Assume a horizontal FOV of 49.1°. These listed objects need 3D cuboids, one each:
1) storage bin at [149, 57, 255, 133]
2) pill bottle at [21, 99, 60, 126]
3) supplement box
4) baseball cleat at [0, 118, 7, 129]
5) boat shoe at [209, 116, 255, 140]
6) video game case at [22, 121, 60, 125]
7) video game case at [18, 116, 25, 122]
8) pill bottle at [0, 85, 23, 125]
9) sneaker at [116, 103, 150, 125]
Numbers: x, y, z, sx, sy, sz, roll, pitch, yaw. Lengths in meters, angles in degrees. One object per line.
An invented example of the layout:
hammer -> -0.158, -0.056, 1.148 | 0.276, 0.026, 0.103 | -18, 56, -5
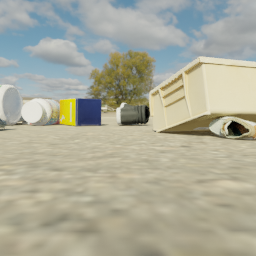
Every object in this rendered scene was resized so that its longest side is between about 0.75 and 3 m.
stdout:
storage bin -> 2.068, -0.605, 6.660 | 2.407, 1.128, 2.389 | -1, -9, -22
pill bottle -> -3.567, -0.660, 11.675 | 1.108, 1.108, 2.037 | 0, 3, 6
supplement box -> -1.999, -0.643, 11.553 | 1.068, 1.075, 1.963 | -1, 4, -32
baseball cleat -> -3.778, -0.348, 7.886 | 0.551, 0.841, 1.581 | -7, 3, -18
boat shoe -> 1.931, -0.015, 5.224 | 0.394, 0.431, 1.153 | 5, 0, -31
video game case -> -4.040, -0.254, 13.207 | 1.585, 0.138, 1.134 | -2, 3, -35
video game case -> -5.367, -0.434, 13.678 | 2.135, 0.269, 2.343 | -5, 2, 9
pill bottle -> -6.058, -0.925, 11.553 | 2.941, 1.659, 1.659 | 0, 3, 10
sneaker -> 0.295, -0.574, 11.952 | 1.313, 0.936, 2.647 | 0, 8, 5
